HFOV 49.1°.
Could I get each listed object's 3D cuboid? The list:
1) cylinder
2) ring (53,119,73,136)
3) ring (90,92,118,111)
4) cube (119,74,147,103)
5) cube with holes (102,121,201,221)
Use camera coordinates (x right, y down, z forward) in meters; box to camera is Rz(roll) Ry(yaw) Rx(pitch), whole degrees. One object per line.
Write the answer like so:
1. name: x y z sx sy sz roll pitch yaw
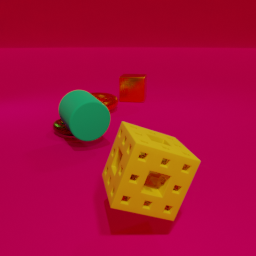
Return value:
1. cylinder: -1.043 -0.311 6.611 0.972 0.972 0.972 -9 26 -26
2. ring: -1.441 -0.053 7.827 1.294 0.259 1.294 4 16 -1
3. ring: -1.355 -0.911 10.239 2.009 0.402 2.009 -3 20 1
4. cube: 0.228 -1.707 11.860 1.046 1.046 1.046 3 18 8
5. cube with holes: 0.243 0.533 3.659 0.845 0.845 0.845 17 13 -17
